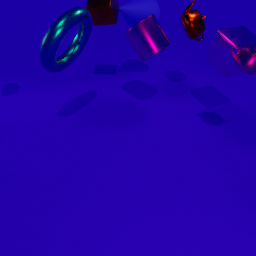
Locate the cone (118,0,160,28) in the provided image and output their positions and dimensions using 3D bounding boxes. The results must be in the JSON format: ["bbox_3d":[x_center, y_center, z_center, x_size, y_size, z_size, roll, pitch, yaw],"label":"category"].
[{"bbox_3d":[0.129,-4.096,9.942,1.466,1.466,1.472,26,22,32],"label":"cone"}]

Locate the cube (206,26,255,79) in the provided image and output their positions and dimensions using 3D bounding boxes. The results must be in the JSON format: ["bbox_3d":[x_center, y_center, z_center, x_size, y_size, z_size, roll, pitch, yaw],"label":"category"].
[{"bbox_3d":[3.217,-2.302,8.474,1.055,1.055,1.055,-15,53,-19],"label":"cube"}]

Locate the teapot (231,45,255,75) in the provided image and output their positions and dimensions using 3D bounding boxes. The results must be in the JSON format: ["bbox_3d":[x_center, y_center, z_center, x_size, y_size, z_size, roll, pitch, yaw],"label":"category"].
[{"bbox_3d":[3.041,-1.667,6.765,1.229,0.602,0.764,23,42,-2],"label":"teapot"}]

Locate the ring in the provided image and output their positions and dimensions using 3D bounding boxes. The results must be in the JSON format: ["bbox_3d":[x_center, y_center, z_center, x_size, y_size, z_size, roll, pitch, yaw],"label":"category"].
[{"bbox_3d":[-1.621,-2.322,7.499,0.389,1.943,1.943,37,43,3],"label":"ring"}]

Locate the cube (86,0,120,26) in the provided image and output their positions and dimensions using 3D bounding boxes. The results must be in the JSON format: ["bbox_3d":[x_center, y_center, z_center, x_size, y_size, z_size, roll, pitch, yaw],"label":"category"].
[{"bbox_3d":[-0.849,-4.160,9.618,0.866,0.866,0.866,1,68,15],"label":"cube"}]

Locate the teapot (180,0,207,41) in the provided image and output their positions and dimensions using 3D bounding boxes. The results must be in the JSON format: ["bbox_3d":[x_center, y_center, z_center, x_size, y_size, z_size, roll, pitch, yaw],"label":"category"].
[{"bbox_3d":[2.238,-3.586,9.455,0.805,1.645,1.023,-24,47,12],"label":"teapot"}]

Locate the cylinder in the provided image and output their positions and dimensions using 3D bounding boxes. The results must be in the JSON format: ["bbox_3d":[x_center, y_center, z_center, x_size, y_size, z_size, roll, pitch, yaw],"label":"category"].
[{"bbox_3d":[0.603,-2.763,8.656,1.062,1.062,1.062,-31,13,8],"label":"cylinder"}]
